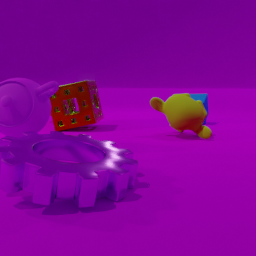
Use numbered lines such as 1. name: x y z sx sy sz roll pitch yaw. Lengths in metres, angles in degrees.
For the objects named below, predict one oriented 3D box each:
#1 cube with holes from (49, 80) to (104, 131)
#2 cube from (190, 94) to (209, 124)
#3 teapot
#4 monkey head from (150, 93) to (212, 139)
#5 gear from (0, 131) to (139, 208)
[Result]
1. cube with holes: -1.600 -0.719 8.695 1.262 1.262 1.262 -11 8 7
2. cube: 2.361 -0.686 9.904 0.817 0.817 0.817 2 29 25
3. teapot: -2.331 -0.407 5.693 2.061 1.282 1.009 -29 -5 -4
4. monkey head: 1.421 -0.269 7.482 1.778 1.279 1.072 33 39 12
5. gear: -0.823 0.462 3.864 1.879 0.348 1.879 9 12 -2
